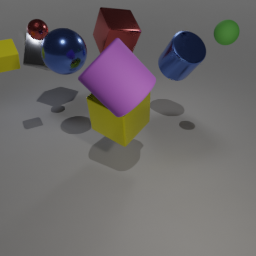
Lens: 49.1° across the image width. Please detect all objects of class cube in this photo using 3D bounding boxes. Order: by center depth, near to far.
[{"bbox_3d":[-0.254,-0.558,8.771,1.400,1.400,1.400,28,54,25],"label":"cube"},{"bbox_3d":[-3.934,-2.311,8.966,0.700,0.700,0.700,-19,66,-25],"label":"cube"},{"bbox_3d":[-0.495,-3.951,11.662,1.400,1.400,1.400,-6,59,-26],"label":"cube"},{"bbox_3d":[-3.473,-3.270,12.142,1.400,1.400,1.400,12,7,32],"label":"cube"}]

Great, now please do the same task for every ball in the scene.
[{"bbox_3d":[2.819,-2.732,8.017,0.700,0.700,0.700,0,31,0],"label":"ball"},{"bbox_3d":[-1.973,-2.360,8.677,1.400,1.400,1.400,0,31,0],"label":"ball"},{"bbox_3d":[-3.076,-3.353,9.559,0.700,0.700,0.700,0,31,0],"label":"ball"}]

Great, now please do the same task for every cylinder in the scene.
[{"bbox_3d":[-0.267,-1.229,6.959,1.400,1.400,1.400,-42,15,14],"label":"cylinder"},{"bbox_3d":[2.059,-2.749,10.829,1.400,1.400,1.400,5,71,-15],"label":"cylinder"}]
